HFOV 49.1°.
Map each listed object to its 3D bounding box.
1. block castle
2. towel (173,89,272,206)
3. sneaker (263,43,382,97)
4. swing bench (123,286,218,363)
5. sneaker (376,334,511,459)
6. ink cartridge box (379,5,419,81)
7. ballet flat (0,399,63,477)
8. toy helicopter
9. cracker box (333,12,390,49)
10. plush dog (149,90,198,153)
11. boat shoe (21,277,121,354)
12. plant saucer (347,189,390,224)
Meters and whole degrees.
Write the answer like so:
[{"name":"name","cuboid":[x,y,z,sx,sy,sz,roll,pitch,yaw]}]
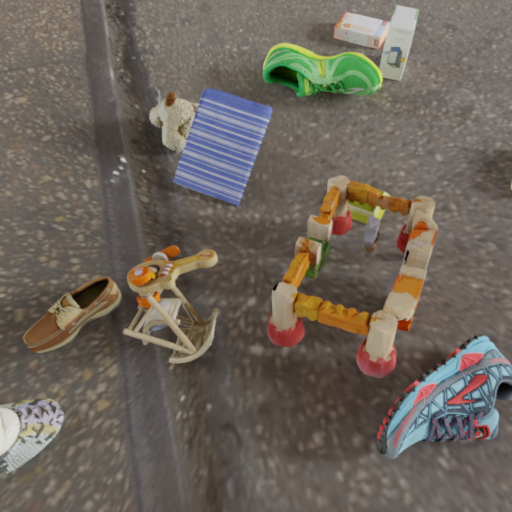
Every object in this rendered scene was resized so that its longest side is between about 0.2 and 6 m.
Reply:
[{"name":"block castle","cuboid":[1.675,0.296,9.299,2.127,1.494,3.184,16,51,17]},{"name":"towel","cuboid":[-0.684,-2.226,11.313,1.513,0.249,2.090,20,92,12]},{"name":"sneaker","cuboid":[1.493,-4.124,13.107,2.904,1.076,1.214,16,61,21]},{"name":"swing bench","cuboid":[-1.227,0.993,8.442,1.146,0.743,1.140,35,12,-8]},{"name":"sneaker","cuboid":[2.885,2.190,8.077,2.585,1.025,1.235,-31,60,-22]},{"name":"ink cartridge box","cuboid":[3.434,-5.141,13.574,0.607,1.386,1.007,15,53,8]},{"name":"ballet flat","cuboid":[-4.099,2.719,7.693,2.824,1.016,1.016,-24,56,-18]},{"name":"toy helicopter","cuboid":[-1.242,0.166,8.296,1.353,0.534,0.895,-17,34,-5]},{"name":"cracker box","cuboid":[2.800,-5.990,14.879,1.270,0.366,0.851,21,55,17]},{"name":"plush dog","cuboid":[-1.515,-3.053,12.278,1.212,1.132,1.411,-5,48,-34]},{"name":"boat shoe","cuboid":[-3.087,0.895,9.313,1.746,0.645,0.661,-37,60,-25]},{"name":"plant saucer","cuboid":[2.122,-1.099,11.144,0.930,0.223,0.932,22,55,16]}]
